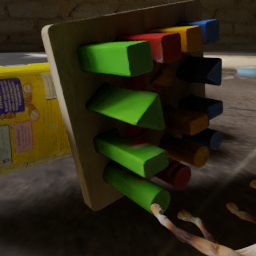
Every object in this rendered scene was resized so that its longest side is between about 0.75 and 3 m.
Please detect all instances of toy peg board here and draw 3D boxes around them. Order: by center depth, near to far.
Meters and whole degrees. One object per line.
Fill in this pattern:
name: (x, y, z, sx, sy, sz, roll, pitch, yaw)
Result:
toy peg board: (0.553, -0.290, 3.884, 2.579, 2.590, 1.267, -23, 27, -30)

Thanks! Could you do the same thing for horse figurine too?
horse figurine: (1.359, 1.273, 2.860, 2.411, 0.602, 1.598, -3, 29, -27)

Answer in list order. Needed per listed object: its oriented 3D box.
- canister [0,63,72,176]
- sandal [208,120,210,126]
canister: (-1.953, -0.084, 4.263, 2.380, 1.768, 1.030, -14, 33, -36)
sandal: (1.056, -0.577, 8.016, 1.140, 0.766, 2.837, 2, 13, -35)
